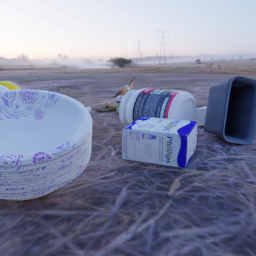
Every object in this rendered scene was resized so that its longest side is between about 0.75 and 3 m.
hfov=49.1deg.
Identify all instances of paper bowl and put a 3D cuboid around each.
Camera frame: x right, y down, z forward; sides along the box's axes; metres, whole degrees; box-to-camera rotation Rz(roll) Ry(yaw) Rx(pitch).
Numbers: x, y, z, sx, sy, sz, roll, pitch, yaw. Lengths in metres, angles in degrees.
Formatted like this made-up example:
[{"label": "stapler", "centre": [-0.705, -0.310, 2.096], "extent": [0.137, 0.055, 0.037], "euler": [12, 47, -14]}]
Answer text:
[{"label": "paper bowl", "centre": [-2.180, 0.379, 5.922], "extent": [2.809, 1.461, 2.809], "euler": [5, 30, -3]}]

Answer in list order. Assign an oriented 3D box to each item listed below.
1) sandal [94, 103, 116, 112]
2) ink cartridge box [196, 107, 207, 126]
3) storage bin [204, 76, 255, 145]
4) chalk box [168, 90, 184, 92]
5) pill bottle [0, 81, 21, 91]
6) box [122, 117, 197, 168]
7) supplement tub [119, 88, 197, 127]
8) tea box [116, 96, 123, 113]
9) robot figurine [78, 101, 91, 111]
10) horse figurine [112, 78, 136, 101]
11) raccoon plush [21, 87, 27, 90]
[{"label": "sandal", "centre": [-1.033, -1.152, 14.961], "extent": [1.659, 0.448, 0.666], "euler": [-6, 15, -24]}, {"label": "ink cartridge box", "centre": [3.855, -0.580, 11.611], "extent": [1.813, 0.759, 1.315], "euler": [-11, 5, -37]}, {"label": "storage bin", "centre": [3.547, -0.591, 9.645], "extent": [1.546, 2.125, 1.427], "euler": [8, 1, -20]}, {"label": "chalk box", "centre": [2.328, -1.446, 14.808], "extent": [1.097, 1.091, 1.763], "euler": [4, 15, 15]}, {"label": "pill bottle", "centre": [-5.853, -1.241, 12.815], "extent": [1.653, 1.653, 2.941], "euler": [-2, 14, -9]}, {"label": "box", "centre": [0.954, 0.329, 8.037], "extent": [1.802, 0.945, 1.657], "euler": [6, 16, 21]}, {"label": "supplement tub", "centre": [1.042, -0.525, 9.915], "extent": [2.377, 1.668, 1.668], "euler": [11, 18, 37]}, {"label": "tea box", "centre": [-0.108, -1.196, 14.333], "extent": [0.852, 0.839, 0.570], "euler": [8, 16, 28]}, {"label": "robot figurine", "centre": [-2.251, -0.570, 11.498], "extent": [1.496, 0.996, 1.764], "euler": [-13, 14, 3]}, {"label": "horse figurine", "centre": [-0.096, -1.421, 10.520], "extent": [0.263, 0.699, 1.055], "euler": [44, 54, 14]}, {"label": "raccoon plush", "centre": [-4.563, -1.479, 14.233], "extent": [0.840, 1.735, 1.163], "euler": [-28, 18, -2]}]
